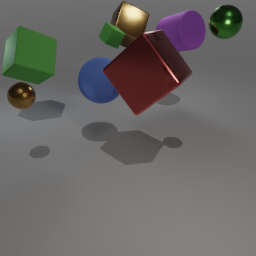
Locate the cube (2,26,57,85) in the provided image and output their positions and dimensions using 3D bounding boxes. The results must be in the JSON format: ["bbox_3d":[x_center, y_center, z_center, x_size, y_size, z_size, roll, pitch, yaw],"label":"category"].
[{"bbox_3d":[-3.533,-2.540,10.077,1.400,1.400,1.400,11,-14,-39],"label":"cube"}]

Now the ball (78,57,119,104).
[{"bbox_3d":[-0.827,-1.450,8.587,1.400,1.400,1.400,0,29,0],"label":"ball"}]

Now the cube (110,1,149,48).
[{"bbox_3d":[-0.040,-4.761,13.149,1.400,1.400,1.400,18,-8,-20],"label":"cube"}]

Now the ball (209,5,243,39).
[{"bbox_3d":[2.109,-2.285,6.057,0.700,0.700,0.700,0,29,0],"label":"ball"}]

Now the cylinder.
[{"bbox_3d":[2.007,-3.674,10.813,1.400,1.400,1.400,-20,17,-31],"label":"cylinder"}]

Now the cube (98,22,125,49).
[{"bbox_3d":[-0.685,-3.887,11.775,0.700,0.700,0.700,9,33,-43],"label":"cube"}]

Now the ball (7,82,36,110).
[{"bbox_3d":[-2.734,-0.827,7.209,0.700,0.700,0.700,0,29,0],"label":"ball"}]

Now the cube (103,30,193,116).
[{"bbox_3d":[0.525,-1.401,6.965,1.400,1.400,1.400,-35,4,32],"label":"cube"}]
